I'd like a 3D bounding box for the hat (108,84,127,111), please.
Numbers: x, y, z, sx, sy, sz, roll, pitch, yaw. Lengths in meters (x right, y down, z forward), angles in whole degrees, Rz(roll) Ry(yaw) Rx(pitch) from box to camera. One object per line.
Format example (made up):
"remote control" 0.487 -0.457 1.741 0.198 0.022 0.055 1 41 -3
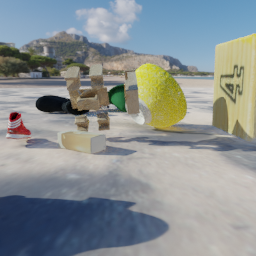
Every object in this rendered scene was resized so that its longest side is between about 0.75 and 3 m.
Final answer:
"hat" -0.061 -0.706 11.158 1.529 1.625 1.846 -4 -26 -5

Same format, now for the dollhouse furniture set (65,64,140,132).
"dollhouse furniture set" -0.501 -0.732 5.965 1.421 1.306 0.925 -5 35 1

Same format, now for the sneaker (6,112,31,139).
"sneaker" -2.187 -0.059 5.741 0.357 0.527 0.911 7 3 -6

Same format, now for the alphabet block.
"alphabet block" 3.302 -0.925 6.473 2.101 2.151 2.112 0 10 -6

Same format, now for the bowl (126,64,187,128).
"bowl" 0.522 -0.644 7.233 0.968 1.799 1.799 -38 27 -24

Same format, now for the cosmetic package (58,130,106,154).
"cosmetic package" -0.865 0.241 5.221 0.844 0.300 0.444 6 12 32

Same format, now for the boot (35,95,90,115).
"boot" -2.425 -0.871 10.455 1.805 0.689 1.516 2 4 -26

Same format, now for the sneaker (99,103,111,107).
"sneaker" -1.360 -1.132 12.024 0.773 0.716 1.917 26 15 26

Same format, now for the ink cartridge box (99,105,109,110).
"ink cartridge box" -1.273 -0.931 12.443 0.827 0.162 0.411 4 11 29
